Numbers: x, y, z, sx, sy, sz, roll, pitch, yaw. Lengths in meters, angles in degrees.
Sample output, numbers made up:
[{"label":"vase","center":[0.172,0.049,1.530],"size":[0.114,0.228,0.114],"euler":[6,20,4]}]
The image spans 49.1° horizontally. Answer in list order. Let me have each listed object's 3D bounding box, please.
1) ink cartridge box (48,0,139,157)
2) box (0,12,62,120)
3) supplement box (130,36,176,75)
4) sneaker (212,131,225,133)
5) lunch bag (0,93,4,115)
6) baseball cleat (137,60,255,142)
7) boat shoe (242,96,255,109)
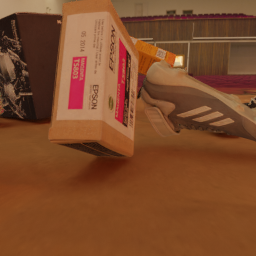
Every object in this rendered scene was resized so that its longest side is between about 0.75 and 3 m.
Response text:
[{"label":"ink cartridge box","center":[-0.360,-0.559,3.910],"size":[0.675,1.797,1.480],"euler":[0,-11,16]},{"label":"box","center":[-3.105,-1.811,8.552],"size":[2.568,2.821,1.468],"euler":[4,18,40]},{"label":"supplement box","center":[0.333,-2.591,10.026],"size":[2.627,0.874,0.904],"euler":[23,42,0]},{"label":"sneaker","center":[2.062,-0.453,6.838],"size":[0.777,0.885,2.210],"euler":[-5,8,-10]},{"label":"lunch bag","center":[-3.954,-0.622,7.259],"size":[1.324,0.807,1.128],"euler":[-4,-24,-18]},{"label":"baseball cleat","center":[1.233,-0.185,4.742],"size":[2.340,1.246,0.816],"euler":[35,25,18]},{"label":"boat shoe","center":[3.475,-0.505,7.370],"size":[2.202,0.747,0.790],"euler":[10,34,36]}]
